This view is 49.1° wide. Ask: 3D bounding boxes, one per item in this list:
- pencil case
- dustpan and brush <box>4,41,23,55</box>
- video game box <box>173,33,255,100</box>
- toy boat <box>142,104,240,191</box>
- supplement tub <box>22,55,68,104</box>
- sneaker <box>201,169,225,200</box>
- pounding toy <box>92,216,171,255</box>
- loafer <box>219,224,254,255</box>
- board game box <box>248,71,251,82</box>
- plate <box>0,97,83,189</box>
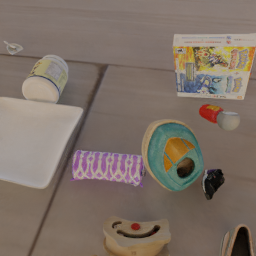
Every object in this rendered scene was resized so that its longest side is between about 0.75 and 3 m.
[{"bbox_3d":[-0.457,0.967,6.737,1.785,0.763,0.749,6,6,6],"label":"pencil case"},{"bbox_3d":[-4.665,-3.255,11.165,0.821,0.235,0.573,28,52,25],"label":"dustpan and brush"},{"bbox_3d":[2.388,-1.674,8.004,2.056,2.257,0.528,3,61,15],"label":"video game box"},{"bbox_3d":[1.388,0.323,6.205,2.265,1.904,1.053,-43,32,-7],"label":"toy boat"},{"bbox_3d":[-2.545,-1.510,8.851,1.112,1.112,1.534,5,45,4],"label":"supplement tub"},{"bbox_3d":[1.964,1.225,6.386,0.443,0.383,1.012,-18,19,27],"label":"sneaker"},{"bbox_3d":[0.015,2.377,5.525,1.706,0.979,0.976,-3,17,-16],"label":"pounding toy"},{"bbox_3d":[1.955,2.740,4.994,0.757,0.662,2.107,10,46,10],"label":"loafer"},{"bbox_3d":[3.092,-2.217,9.975,2.045,0.474,1.549,-1,46,-1],"label":"board game box"},{"bbox_3d":[-2.896,0.316,7.518,2.798,0.453,2.804,8,46,9],"label":"plate"}]
